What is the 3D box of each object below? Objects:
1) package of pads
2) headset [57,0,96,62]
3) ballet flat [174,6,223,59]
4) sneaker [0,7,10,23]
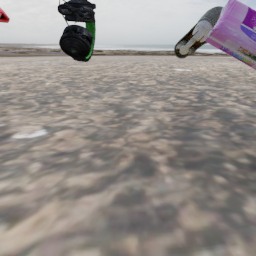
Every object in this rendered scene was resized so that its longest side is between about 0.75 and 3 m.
[{"bbox_3d":[2.898,-2.138,6.612,1.851,1.115,0.700,30,-15,2],"label":"package of pads"},{"bbox_3d":[-1.138,-2.620,7.299,1.193,1.568,2.539,7,2,8],"label":"headset"},{"bbox_3d":[2.309,-2.964,9.159,0.779,0.824,2.447,-45,5,-23],"label":"ballet flat"},{"bbox_3d":[-3.489,-3.026,7.088,0.541,0.460,1.247,35,10,15],"label":"sneaker"}]
